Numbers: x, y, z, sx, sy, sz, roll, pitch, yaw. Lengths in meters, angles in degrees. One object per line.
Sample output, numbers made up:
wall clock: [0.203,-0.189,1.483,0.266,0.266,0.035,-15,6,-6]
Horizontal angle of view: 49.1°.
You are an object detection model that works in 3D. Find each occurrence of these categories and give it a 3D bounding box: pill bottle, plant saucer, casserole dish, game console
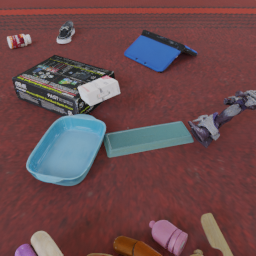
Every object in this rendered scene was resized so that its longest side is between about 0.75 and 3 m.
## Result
pill bottle: [-5.188,-4.165,13.382,0.998,0.564,0.564,-21,44,-24]
plant saucer: [0.585,0.271,8.237,2.580,0.245,0.902,-10,40,-11]
casserole dish: [-1.574,0.589,7.618,1.624,0.520,2.681,9,41,10]
game console: [1.475,-3.353,12.654,2.459,1.455,2.099,36,20,35]

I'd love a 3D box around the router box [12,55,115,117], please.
router box: [-2.194,-1.498,9.849,2.873,0.893,2.153,21,43,24]

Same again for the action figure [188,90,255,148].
action figure: [2.847,-0.504,7.535,2.485,1.617,0.862,-36,78,2]

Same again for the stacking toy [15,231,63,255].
stacking toy: [-2.274,2.975,4.268,2.966,1.266,1.266,-32,49,-27]

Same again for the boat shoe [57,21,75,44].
boat shoe: [-3.145,-4.896,14.184,0.710,0.671,1.980,5,40,6]

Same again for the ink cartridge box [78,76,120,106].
ink cartridge box: [-0.858,-1.116,8.259,1.016,0.421,0.745,-26,35,-20]

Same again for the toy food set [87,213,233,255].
toy food set: [0.424,2.628,5.233,2.948,0.464,1.874,-13,40,-4]
